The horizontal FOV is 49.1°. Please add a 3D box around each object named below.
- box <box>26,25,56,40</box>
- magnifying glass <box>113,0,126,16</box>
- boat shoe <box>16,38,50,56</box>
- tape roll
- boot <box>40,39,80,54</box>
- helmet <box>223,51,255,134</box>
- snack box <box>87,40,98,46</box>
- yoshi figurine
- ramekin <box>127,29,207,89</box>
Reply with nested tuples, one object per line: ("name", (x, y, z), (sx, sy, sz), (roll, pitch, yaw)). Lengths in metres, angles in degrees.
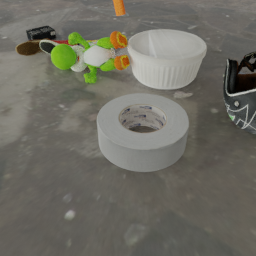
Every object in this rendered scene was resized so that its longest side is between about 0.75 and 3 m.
("box", (-3.946, -4.264, 12.745), (1.090, 0.430, 0.770), (-25, 49, -27))
("magnifying glass", (-0.539, -5.143, 9.273), (1.067, 2.681, 0.300), (-3, 31, 22))
("boat shoe", (-3.978, -3.405, 11.664), (1.548, 0.559, 0.557), (-31, 36, -33))
("tape roll", (0.371, 0.023, 7.209), (2.309, 0.763, 2.309), (0, 38, 0))
("boot", (-2.849, -3.508, 11.764), (1.497, 0.542, 1.080), (10, 39, 0))
("helmet", (3.503, -0.858, 7.147), (2.229, 2.229, 2.125), (0, 63, 0))
("snack box", (-1.346, -3.376, 11.740), (0.801, 0.321, 0.949), (-7, 41, -10))
("yoshi figurine", (-1.477, -2.466, 9.660), (2.815, 1.576, 1.582), (-2, 58, 24))
("ramekin", (1.298, -2.400, 9.806), (2.661, 1.239, 2.661), (0, 39, 0))
